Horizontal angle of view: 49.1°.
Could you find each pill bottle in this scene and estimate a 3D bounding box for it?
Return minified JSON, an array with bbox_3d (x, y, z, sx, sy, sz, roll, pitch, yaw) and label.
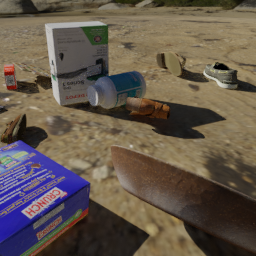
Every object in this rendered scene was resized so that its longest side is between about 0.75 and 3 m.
[{"bbox_3d":[-0.380,-1.234,9.166,1.864,1.033,1.033,-18,31,-35],"label":"pill bottle"}]

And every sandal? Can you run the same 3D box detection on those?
[{"bbox_3d":[2.256,-3.173,13.159,0.922,1.028,2.804,-14,24,-12],"label":"sandal"}]

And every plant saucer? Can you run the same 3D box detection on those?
[{"bbox_3d":[0.907,1.016,3.776,2.726,0.499,2.726,24,-9,4],"label":"plant saucer"}]

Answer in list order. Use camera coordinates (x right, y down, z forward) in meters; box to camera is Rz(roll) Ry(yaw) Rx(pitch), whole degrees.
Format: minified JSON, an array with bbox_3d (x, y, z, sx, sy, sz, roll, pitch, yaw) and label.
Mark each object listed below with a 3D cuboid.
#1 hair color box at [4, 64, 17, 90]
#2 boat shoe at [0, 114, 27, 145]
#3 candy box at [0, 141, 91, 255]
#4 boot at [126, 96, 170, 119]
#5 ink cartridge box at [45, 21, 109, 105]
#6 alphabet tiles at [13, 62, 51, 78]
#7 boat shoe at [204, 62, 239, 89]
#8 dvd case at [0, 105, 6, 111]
[{"bbox_3d":[-4.728,-2.082,11.277,0.413,0.716,1.291,-10,28,-20],"label":"hair color box"},{"bbox_3d":[-2.985,-0.025,7.350,0.443,0.469,1.304,-2,26,-6],"label":"boat shoe"},{"bbox_3d":[-1.861,1.113,4.563,1.938,0.747,1.639,23,32,31],"label":"candy box"},{"bbox_3d":[0.652,-0.579,8.139,1.203,0.594,1.550,13,-2,10],"label":"boot"},{"bbox_3d":[-1.639,-2.178,9.448,1.847,2.528,1.066,-13,32,-22],"label":"ink cartridge box"},{"bbox_3d":[-3.853,-2.476,12.093,1.846,0.070,2.219,6,18,-39],"label":"alphabet tiles"},{"bbox_3d":[3.916,-2.367,11.820,0.889,0.743,2.487,-3,26,-6],"label":"boat shoe"},{"bbox_3d":[-4.648,-0.488,8.714,0.953,0.102,1.282,11,28,22],"label":"dvd case"}]
